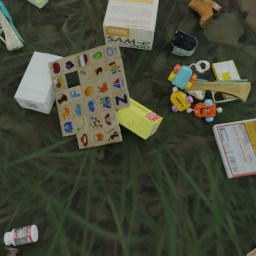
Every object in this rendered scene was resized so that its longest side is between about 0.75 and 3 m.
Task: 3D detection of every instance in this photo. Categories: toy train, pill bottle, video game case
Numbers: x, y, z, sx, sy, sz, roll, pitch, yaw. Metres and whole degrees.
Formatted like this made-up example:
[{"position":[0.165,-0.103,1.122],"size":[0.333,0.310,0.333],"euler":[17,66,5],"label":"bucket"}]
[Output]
[{"position":[2.051,-1.154,8.665],"size":[1.512,2.013,0.560],"euler":[-5,31,21],"label":"toy train"},{"position":[-2.819,2.852,7.396],"size":[0.772,0.427,0.427],"euler":[-11,67,-5],"label":"pill bottle"},{"position":[3.954,0.521,8.522],"size":[2.353,0.205,1.683],"euler":[-9,67,-3],"label":"video game case"}]

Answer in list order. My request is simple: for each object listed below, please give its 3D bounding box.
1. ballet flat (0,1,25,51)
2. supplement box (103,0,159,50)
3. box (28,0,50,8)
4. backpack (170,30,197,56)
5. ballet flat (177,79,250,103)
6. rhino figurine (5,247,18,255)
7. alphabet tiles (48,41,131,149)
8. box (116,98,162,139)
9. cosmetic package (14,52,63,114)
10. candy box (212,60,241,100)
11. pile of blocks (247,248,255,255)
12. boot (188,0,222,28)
[{"position":[-4.476,-3.699,10.083],"size":[0.691,0.747,2.216],"euler":[-31,69,-3],"label":"ballet flat"},{"position":[0.203,-4.294,10.159],"size":[1.727,1.007,2.740],"euler":[8,67,4],"label":"supplement box"},{"position":[-3.355,-5.504,11.086],"size":[1.110,0.280,1.538],"euler":[35,72,14],"label":"box"},{"position":[1.950,-2.884,9.753],"size":[0.833,0.639,0.732],"euler":[19,72,10],"label":"backpack"},{"position":[2.598,-1.204,8.916],"size":[2.420,0.830,0.763],"euler":[5,96,15],"label":"ballet flat"},{"position":[-3.804,3.409,7.073],"size":[2.000,0.598,0.875],"euler":[5,67,4],"label":"rhino figurine"},{"position":[-1.097,-0.862,8.316],"size":[2.353,0.106,2.815],"euler":[-11,91,19],"label":"alphabet tiles"},{"position":[-0.207,-0.617,8.574],"size":[2.442,0.919,0.612],"euler":[34,113,14],"label":"box"},{"position":[-2.796,-1.502,9.119],"size":[1.024,0.736,1.815],"euler":[14,66,6],"label":"cosmetic package"},{"position":[3.400,-1.613,9.452],"size":[0.733,0.189,1.435],"euler":[-9,67,-4],"label":"candy box"},{"position":[4.203,3.042,6.925],"size":[2.331,0.725,0.957],"euler":[-11,47,6],"label":"pile of blocks"},{"position":[2.718,-4.369,10.491],"size":[1.082,0.515,1.399],"euler":[35,59,13],"label":"boot"}]
